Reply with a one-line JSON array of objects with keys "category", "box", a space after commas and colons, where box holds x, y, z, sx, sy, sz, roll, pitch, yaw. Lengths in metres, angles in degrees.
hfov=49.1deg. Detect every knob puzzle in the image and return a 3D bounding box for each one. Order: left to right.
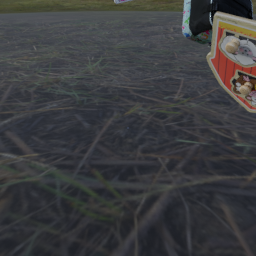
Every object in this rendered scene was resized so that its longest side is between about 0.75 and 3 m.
[{"category": "knob puzzle", "box": [1.902, -0.711, 4.119, 1.934, 1.934, 0.268, 25, 67, 39]}]

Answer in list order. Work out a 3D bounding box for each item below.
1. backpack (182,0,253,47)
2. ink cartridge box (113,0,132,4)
[{"category": "backpack", "box": [2.659, -3.302, 8.173, 2.092, 1.857, 1.575, 6, -4, -31]}, {"category": "ink cartridge box", "box": [0.061, -3.897, 8.277, 0.990, 0.184, 0.469, -16, 36, -3]}]
